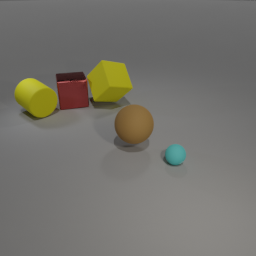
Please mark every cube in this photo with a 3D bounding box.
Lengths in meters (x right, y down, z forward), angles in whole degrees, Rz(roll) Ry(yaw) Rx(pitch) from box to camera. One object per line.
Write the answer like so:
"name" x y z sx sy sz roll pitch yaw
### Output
"cube" -0.877 -2.179 13.299 1.400 1.400 1.400 -3 68 -42
"cube" -2.749 -1.862 13.792 1.400 1.400 1.400 -7 29 -14

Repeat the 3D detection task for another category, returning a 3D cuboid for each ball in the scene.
"ball" 1.596 0.890 9.409 0.700 0.700 0.700 0 28 0
"ball" 0.216 -0.133 9.941 1.400 1.400 1.400 0 28 0

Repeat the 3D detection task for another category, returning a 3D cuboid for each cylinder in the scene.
"cylinder" -4.154 -1.371 12.668 1.400 1.400 1.400 30 40 35
